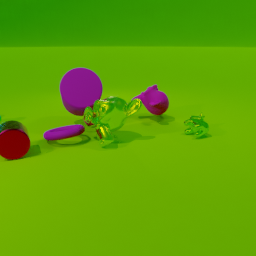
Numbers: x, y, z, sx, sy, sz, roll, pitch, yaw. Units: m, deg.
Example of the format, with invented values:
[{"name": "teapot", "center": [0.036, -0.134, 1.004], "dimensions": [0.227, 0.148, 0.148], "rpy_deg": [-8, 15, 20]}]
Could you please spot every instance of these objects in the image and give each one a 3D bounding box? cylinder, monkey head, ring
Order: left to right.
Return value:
[{"name": "cylinder", "center": [-2.732, 0.272, 6.637], "dimensions": [0.749, 0.749, 0.749], "rpy_deg": [-7, 19, -22]}, {"name": "ring", "center": [-1.714, 0.116, 7.544], "dimensions": [1.111, 0.222, 1.111], "rpy_deg": [-9, 9, 1]}, {"name": "cylinder", "center": [-1.423, -1.058, 8.511], "dimensions": [1.215, 1.215, 1.215], "rpy_deg": [-4, -8, -11]}, {"name": "monkey head", "center": [-0.482, -0.160, 7.487], "dimensions": [1.847, 1.329, 1.113], "rpy_deg": [-28, -20, 36]}, {"name": "monkey head", "center": [0.776, -0.827, 9.415], "dimensions": [1.163, 0.974, 1.617], "rpy_deg": [-25, -13, 5]}]

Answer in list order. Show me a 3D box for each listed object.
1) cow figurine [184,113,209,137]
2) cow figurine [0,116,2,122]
[{"name": "cow figurine", "center": [2.075, -0.092, 8.162], "dimensions": [0.945, 0.527, 0.961], "rpy_deg": [-16, 20, -27]}, {"name": "cow figurine", "center": [-4.452, -0.367, 8.406], "dimensions": [0.766, 1.395, 1.372], "rpy_deg": [-27, -10, -46]}]
